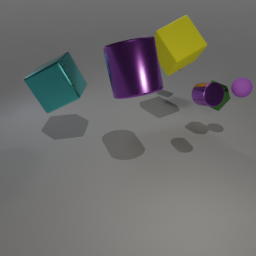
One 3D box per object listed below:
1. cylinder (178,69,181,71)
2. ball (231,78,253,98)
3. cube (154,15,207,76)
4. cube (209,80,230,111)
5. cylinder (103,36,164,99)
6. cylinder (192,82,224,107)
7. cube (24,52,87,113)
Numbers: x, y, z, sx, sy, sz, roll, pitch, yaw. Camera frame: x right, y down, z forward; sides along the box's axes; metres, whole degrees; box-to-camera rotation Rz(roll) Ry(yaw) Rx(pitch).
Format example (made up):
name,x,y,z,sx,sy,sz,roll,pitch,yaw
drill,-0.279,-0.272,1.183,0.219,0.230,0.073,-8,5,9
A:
name,x,y,z,sx,sy,sz,roll,pitch,yaw
cylinder,2.244,-3.175,13.386,0.700,0.700,0.700,29,40,27
ball,4.018,-1.428,9.888,0.700,0.700,0.700,0,30,0
cube,1.876,-3.120,10.748,1.400,1.400,1.400,-31,-6,-11
cube,3.203,-1.187,10.274,0.700,0.700,0.700,-45,46,-8
cylinder,0.156,-1.609,7.535,1.400,1.400,1.400,-11,13,2
cylinder,2.365,-1.003,8.336,0.700,0.700,0.700,-9,10,-15
cube,-2.479,-1.614,9.878,1.400,1.400,1.400,-22,25,15
